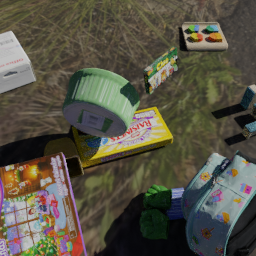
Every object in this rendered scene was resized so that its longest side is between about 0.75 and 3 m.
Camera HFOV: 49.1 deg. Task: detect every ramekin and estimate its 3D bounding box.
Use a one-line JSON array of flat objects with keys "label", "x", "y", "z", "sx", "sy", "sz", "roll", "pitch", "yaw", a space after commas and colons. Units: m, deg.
[{"label": "ramekin", "x": -0.794, "y": -0.580, "z": 7.818, "sx": 2.092, "sy": 2.092, "sz": 1.022, "roll": 11, "pitch": 62, "yaw": 9}]

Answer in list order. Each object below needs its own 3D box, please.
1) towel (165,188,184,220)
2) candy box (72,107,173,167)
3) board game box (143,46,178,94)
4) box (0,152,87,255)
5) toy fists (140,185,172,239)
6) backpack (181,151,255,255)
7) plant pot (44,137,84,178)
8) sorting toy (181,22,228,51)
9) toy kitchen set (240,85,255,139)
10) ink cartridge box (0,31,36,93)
[{"label": "towel", "x": 1.315, "y": 2.071, "z": 7.706, "sx": 0.642, "sy": 0.106, "sz": 0.886, "roll": -5, "pitch": 51, "yaw": -5}, {"label": "candy box", "x": -0.200, "y": 0.222, "z": 8.971, "sx": 2.933, "sy": 0.387, "sz": 1.499, "roll": -14, "pitch": 51, "yaw": -11}, {"label": "board game box", "x": 0.900, "y": -1.553, "z": 7.487, "sx": 0.161, "sy": 0.720, "sz": 1.374, "roll": 22, "pitch": 52, "yaw": 35}, {"label": "box", "x": -2.217, "y": 2.240, "z": 6.677, "sx": 2.004, "sy": 0.573, "sz": 2.928, "roll": -14, "pitch": 73, "yaw": -10}, {"label": "toy fists", "x": 0.711, "y": 2.165, "z": 7.349, "sx": 0.750, "sy": 0.506, "sz": 1.471, "roll": 0, "pitch": 52, "yaw": 18}, {"label": "backpack", "x": 2.300, "y": 1.940, "z": 6.565, "sx": 1.863, "sy": 2.136, "sz": 2.430, "roll": 18, "pitch": 52, "yaw": 35}, {"label": "plant pot", "x": -1.916, "y": 0.839, "z": 8.187, "sx": 0.966, "sy": 0.960, "sz": 0.988, "roll": -13, "pitch": 48, "yaw": -10}, {"label": "sorting toy", "x": 3.400, "y": -4.185, "z": 12.544, "sx": 1.799, "sy": 0.354, "sz": 1.943, "roll": 0, "pitch": 52, "yaw": 0}, {"label": "toy kitchen set", "x": 4.069, "y": -0.550, "z": 9.324, "sx": 1.150, "sy": 0.846, "sz": 1.436, "roll": -19, "pitch": 53, "yaw": -15}, {"label": "ink cartridge box", "x": -4.809, "y": -2.541, "z": 10.812, "sx": 1.679, "sy": 1.011, "sz": 2.311, "roll": -26, "pitch": 54, "yaw": -18}]
